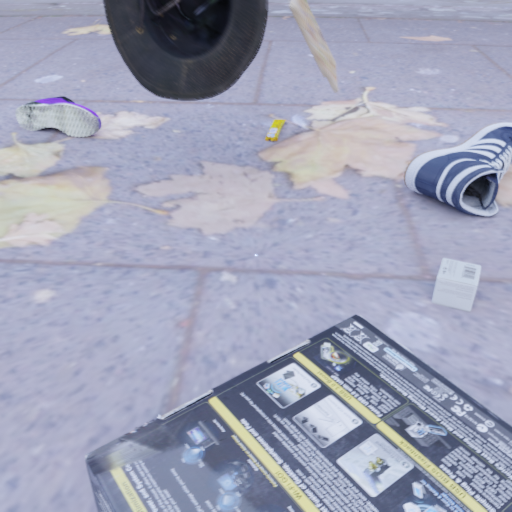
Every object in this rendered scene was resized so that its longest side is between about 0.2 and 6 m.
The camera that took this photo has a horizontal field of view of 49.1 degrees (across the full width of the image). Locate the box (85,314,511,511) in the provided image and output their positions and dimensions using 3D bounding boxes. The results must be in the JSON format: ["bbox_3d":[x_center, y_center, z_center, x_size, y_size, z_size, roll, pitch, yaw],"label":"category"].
[{"bbox_3d":[0.968,2.259,4.130,3.118,0.950,3.869,-21,39,-31],"label":"box"}]

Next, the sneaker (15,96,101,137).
[{"bbox_3d":[-4.236,-3.211,12.506,2.054,0.714,1.021,11,35,17],"label":"sneaker"}]

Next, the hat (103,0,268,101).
[{"bbox_3d":[-0.977,-3.995,9.005,3.079,3.079,1.242,14,14,20],"label":"hat"}]

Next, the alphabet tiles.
[{"bbox_3d":[0.868,-3.661,8.976,0.085,1.879,2.248,-23,27,19],"label":"alphabet tiles"}]

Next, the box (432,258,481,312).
[{"bbox_3d":[2.643,0.375,7.393,0.513,0.440,0.511,12,36,21],"label":"box"}]

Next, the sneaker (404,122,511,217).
[{"bbox_3d":[4.076,-1.505,9.722,2.679,0.939,1.453,-21,34,-18],"label":"sneaker"}]

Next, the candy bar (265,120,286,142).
[{"bbox_3d":[0.432,-2.821,12.444,0.309,0.137,1.240,3,34,11],"label":"candy bar"}]
